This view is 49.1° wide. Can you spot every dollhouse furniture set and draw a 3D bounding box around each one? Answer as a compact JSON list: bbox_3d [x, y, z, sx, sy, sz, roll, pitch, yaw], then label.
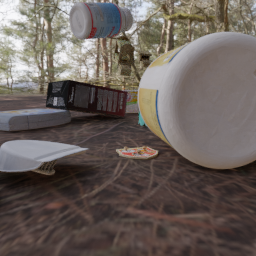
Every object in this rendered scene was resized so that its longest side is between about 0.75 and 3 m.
[{"bbox_3d":[0.398,-2.980,11.625,1.655,1.041,1.872,2,34,-15],"label":"dollhouse furniture set"}]

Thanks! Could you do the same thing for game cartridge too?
[{"bbox_3d":[-3.247,-0.320,9.274,1.792,0.559,2.691,0,7,28],"label":"game cartridge"}]

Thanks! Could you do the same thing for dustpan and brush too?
[{"bbox_3d":[-1.710,0.473,4.313,1.879,0.538,1.311,10,6,17],"label":"dustpan and brush"}]

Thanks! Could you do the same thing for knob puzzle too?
[{"bbox_3d":[0.215,0.447,5.345,0.877,0.122,0.877,0,9,0],"label":"knob puzzle"}]

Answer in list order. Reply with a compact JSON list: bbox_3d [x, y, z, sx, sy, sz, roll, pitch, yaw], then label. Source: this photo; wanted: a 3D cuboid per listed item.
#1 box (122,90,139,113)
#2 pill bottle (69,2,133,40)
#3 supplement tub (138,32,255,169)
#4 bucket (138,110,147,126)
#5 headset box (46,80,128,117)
[{"bbox_3d":[0.595,-1.311,13.736,2.157,1.093,1.213,-1,7,-3],"label":"box"},{"bbox_3d":[-0.947,-4.033,10.522,2.289,1.245,1.245,-20,19,-39],"label":"pill bottle"},{"bbox_3d":[1.324,-0.565,5.406,2.084,2.084,2.881,-1,9,-7],"label":"supplement tub"},{"bbox_3d":[1.220,-0.691,9.456,1.790,1.165,1.790,-1,8,0],"label":"bucket"},{"bbox_3d":[-1.560,-1.135,11.369,2.869,1.076,2.132,6,1,-35],"label":"headset box"}]
